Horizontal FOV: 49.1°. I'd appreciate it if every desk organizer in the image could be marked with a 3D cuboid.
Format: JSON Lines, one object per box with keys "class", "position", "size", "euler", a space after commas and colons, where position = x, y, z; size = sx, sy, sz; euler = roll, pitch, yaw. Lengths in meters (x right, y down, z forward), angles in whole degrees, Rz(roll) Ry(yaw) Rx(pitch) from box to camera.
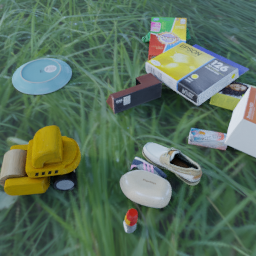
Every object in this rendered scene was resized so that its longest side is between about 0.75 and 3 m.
{"class": "desk organizer", "position": [0.220, -1.420, 11.163], "size": [2.157, 0.773, 0.830], "euler": [-22, 49, -19]}

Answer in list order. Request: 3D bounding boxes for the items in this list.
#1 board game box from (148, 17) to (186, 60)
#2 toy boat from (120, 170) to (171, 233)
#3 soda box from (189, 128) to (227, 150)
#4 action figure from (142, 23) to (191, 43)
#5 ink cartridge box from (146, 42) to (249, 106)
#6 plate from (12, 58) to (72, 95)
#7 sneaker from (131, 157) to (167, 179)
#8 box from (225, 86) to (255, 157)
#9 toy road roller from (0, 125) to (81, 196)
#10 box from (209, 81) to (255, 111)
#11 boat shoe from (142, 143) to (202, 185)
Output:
{"class": "board game box", "position": [1.898, -4.241, 13.357], "size": [1.713, 0.452, 2.239], "euler": [3, 68, 5]}
{"class": "toy boat", "position": [0.344, 2.068, 8.062], "size": [1.565, 0.865, 1.862], "euler": [21, 43, 13]}
{"class": "soda box", "position": [2.797, 0.382, 9.734], "size": [1.306, 0.447, 0.415], "euler": [9, 49, 8]}
{"class": "action figure", "position": [1.870, -4.668, 14.174], "size": [2.356, 0.644, 1.392], "euler": [-7, 49, 3]}
{"class": "ink cartridge box", "position": [2.799, -2.515, 11.414], "size": [2.989, 0.702, 2.953], "euler": [-35, 51, -18]}
{"class": "plate", "position": [-3.808, -2.430, 12.360], "size": [2.606, 0.333, 2.606], "euler": [-1, 47, 1]}
{"class": "sneaker", "position": [0.646, 1.389, 8.939], "size": [1.195, 0.419, 0.490], "euler": [27, 74, 21]}
{"class": "box", "position": [4.844, 0.120, 9.075], "size": [2.760, 1.345, 1.717], "euler": [24, 52, 8]}
{"class": "toy road roller", "position": [-2.654, 0.882, 8.378], "size": [2.442, 1.782, 1.500], "euler": [-6, 48, -6]}
{"class": "box", "position": [4.743, -1.076, 10.876], "size": [2.864, 0.718, 1.078], "euler": [18, 51, 15]}
{"class": "boat shoe", "position": [1.416, 0.976, 9.009], "size": [2.122, 0.726, 0.793], "euler": [28, 54, 23]}
